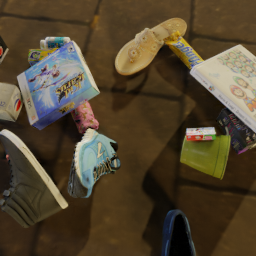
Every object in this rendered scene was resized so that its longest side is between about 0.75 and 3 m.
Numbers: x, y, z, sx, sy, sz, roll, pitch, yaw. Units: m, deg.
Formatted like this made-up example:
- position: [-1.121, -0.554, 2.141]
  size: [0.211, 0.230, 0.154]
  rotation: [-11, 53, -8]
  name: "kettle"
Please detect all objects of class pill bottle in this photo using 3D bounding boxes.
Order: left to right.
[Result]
- position: [-2.538, -2.905, 9.839]
  size: [0.997, 0.552, 0.552]
  rotation: [0, 67, 1]
  name: "pill bottle"

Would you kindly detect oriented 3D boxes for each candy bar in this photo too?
- position: [2.342, -2.230, 9.593]
  size: [0.699, 0.310, 2.802]
  rotation: [-36, 75, -15]
  name: "candy bar"

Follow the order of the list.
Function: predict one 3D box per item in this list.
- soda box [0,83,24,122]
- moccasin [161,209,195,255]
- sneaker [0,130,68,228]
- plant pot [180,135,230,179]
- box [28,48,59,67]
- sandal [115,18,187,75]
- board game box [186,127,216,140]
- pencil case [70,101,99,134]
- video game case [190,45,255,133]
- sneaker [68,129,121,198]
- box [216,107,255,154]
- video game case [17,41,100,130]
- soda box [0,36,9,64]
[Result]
- position: [-4.792, -0.999, 8.853]
  size: [2.710, 0.860, 0.925]
  rotation: [11, 67, 4]
  name: "soda box"
- position: [1.209, 3.374, 6.975]
  size: [1.048, 0.888, 2.605]
  rotation: [-6, 67, -3]
  name: "moccasin"
- position: [-3.096, 1.408, 7.716]
  size: [1.460, 1.041, 2.943]
  rotation: [-36, 76, -19]
  name: "sneaker"
- position: [2.170, 0.713, 8.026]
  size: [1.214, 1.261, 1.261]
  rotation: [11, 67, 16]
  name: "plant pot"
- position: [-2.594, -2.394, 9.629]
  size: [1.495, 0.524, 0.481]
  rotation: [-4, 67, -1]
  name: "box"
- position: [0.789, -3.136, 9.665]
  size: [3.154, 1.037, 1.157]
  rotation: [-37, 72, -14]
  name: "sandal"
- position: [2.032, 0.159, 7.830]
  size: [0.771, 0.590, 0.156]
  rotation: [-3, 108, 14]
  name: "board game box"
- position: [-1.439, -0.528, 8.797]
  size: [0.652, 0.624, 1.507]
  rotation: [-34, 67, 24]
  name: "pencil case"
- position: [3.743, -1.371, 8.725]
  size: [2.937, 0.348, 2.673]
  rotation: [-30, 69, -36]
  name: "video game case"
- position: [-0.774, 0.839, 7.351]
  size: [1.225, 1.067, 2.723]
  rotation: [14, 25, -1]
  name: "sneaker"
- position: [3.373, 0.005, 8.457]
  size: [0.691, 0.797, 1.304]
  rotation: [-22, 69, -9]
  name: "box"
- position: [-2.237, -1.354, 8.709]
  size: [2.240, 0.509, 2.031]
  rotation: [-31, 63, 9]
  name: "video game case"
- position: [-5.681, -2.953, 9.682]
  size: [2.716, 0.860, 0.961]
  rotation: [16, 69, 7]
  name: "soda box"
